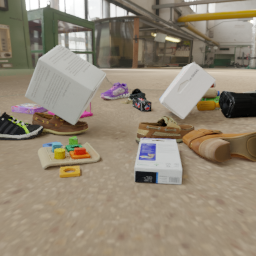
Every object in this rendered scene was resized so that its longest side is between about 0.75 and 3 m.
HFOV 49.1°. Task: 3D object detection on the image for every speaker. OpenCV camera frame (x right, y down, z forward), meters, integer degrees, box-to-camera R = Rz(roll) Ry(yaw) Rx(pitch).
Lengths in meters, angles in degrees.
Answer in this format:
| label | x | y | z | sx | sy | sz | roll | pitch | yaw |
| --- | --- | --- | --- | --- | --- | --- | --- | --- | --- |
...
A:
| label | x | y | z | sx | sy | sz | roll | pitch | yaw |
| --- | --- | --- | --- | --- | --- | --- | --- | --- | --- |
| speaker | 4.274 | -1.233 | 13.636 | 1.323 | 0.585 | 0.585 | 2 | 15 | 7 |

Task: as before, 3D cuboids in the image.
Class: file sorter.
| label | x | y | z | sx | sy | sz | roll | pitch | yaw |
| --- | --- | --- | --- | --- | --- | --- | --- | --- | --- |
| file sorter | -2.544 | -1.098 | 12.170 | 1.722 | 1.080 | 1.197 | 15 | 22 | 43 |

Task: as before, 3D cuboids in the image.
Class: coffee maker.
| label | x | y | z | sx | sy | sz | roll | pitch | yaw |
| --- | --- | --- | --- | --- | --- | --- | --- | --- | --- |
| coffee maker | 4.894 | -0.986 | 11.635 | 1.721 | 1.159 | 1.653 | -4 | 16 | -11 |

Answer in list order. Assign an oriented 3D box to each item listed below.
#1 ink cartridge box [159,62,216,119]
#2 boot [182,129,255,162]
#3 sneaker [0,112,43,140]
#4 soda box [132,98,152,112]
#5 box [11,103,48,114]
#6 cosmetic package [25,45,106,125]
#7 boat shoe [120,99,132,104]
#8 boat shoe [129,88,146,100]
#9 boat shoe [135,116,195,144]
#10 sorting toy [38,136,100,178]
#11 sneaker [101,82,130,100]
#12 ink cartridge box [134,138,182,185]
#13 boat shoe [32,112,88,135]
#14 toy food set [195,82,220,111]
| label | x | y | z | sx | sy | sz | roll | pitch | yaw |
| --- | --- | --- | --- | --- | --- | --- | --- | --- | --- |
| ink cartridge box | 2.253 | -1.499 | 11.259 | 1.098 | 1.901 | 2.604 | 37 | 11 | -2 |
| boot | 2.671 | 0.399 | 7.603 | 2.085 | 0.799 | 1.618 | -12 | 14 | -16 |
| sneaker | -3.767 | -0.086 | 8.904 | 2.027 | 0.839 | 0.727 | -3 | 16 | -11 |
| soda box | 0.658 | -1.139 | 13.500 | 0.505 | 0.452 | 1.428 | -4 | 16 | -17 |
| box | -4.544 | -0.902 | 12.986 | 1.362 | 0.266 | 0.932 | 7 | 17 | 24 |
| cosmetic package | -1.920 | -1.368 | 8.803 | 1.785 | 1.471 | 1.473 | 31 | 34 | -8 |
| boat shoe | -0.030 | -1.426 | 14.958 | 0.752 | 0.243 | 0.268 | 1 | 15 | 5 |
| boat shoe | 0.518 | -1.799 | 15.393 | 0.822 | 0.729 | 2.198 | -2 | 15 | -7 |
| boat shoe | 1.193 | 0.043 | 8.574 | 2.068 | 0.764 | 0.782 | -9 | 18 | -30 |
| sorting toy | -1.569 | 0.611 | 7.301 | 1.415 | 0.342 | 2.513 | -6 | 17 | -23 |
| sneaker | -0.759 | -2.196 | 16.485 | 0.856 | 0.940 | 2.127 | 16 | 23 | 42 |
| ink cartridge box | 0.727 | 0.730 | 6.783 | 1.017 | 0.401 | 2.045 | 2 | 17 | 7 |
| boat shoe | -2.351 | -0.177 | 9.516 | 2.050 | 0.692 | 0.738 | 4 | 16 | 13 |
| toy food set | 3.792 | -1.704 | 14.068 | 1.174 | 1.245 | 2.609 | -1 | 17 | -2 |
